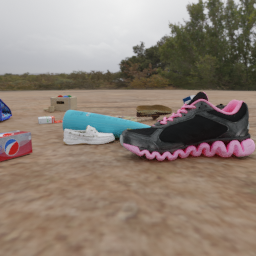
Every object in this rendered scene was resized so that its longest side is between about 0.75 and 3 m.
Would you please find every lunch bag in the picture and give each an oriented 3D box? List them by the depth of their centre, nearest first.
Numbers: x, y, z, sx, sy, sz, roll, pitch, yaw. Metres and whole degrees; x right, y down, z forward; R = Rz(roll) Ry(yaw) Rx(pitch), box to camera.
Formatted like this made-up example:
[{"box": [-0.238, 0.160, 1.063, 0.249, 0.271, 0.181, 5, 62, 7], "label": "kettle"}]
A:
[{"box": [-5.647, -0.655, 11.397, 1.416, 0.885, 1.881, -4, 1, -10], "label": "lunch bag"}]

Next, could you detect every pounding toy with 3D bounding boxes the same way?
[{"box": [-3.776, -1.334, 15.001, 1.577, 0.822, 1.796, 2, 9, 8], "label": "pounding toy"}]

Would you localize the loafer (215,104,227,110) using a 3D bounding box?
[{"box": [4.836, -1.032, 14.181, 0.568, 0.497, 1.581, -4, 10, -21], "label": "loafer"}]

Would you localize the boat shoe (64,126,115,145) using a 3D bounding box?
[{"box": [-0.993, 0.168, 7.225, 1.318, 0.457, 0.467, -2, 10, -13], "label": "boat shoe"}]

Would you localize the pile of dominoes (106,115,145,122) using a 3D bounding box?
[{"box": [-0.441, -0.420, 11.065, 1.671, 0.341, 2.144, 7, 12, 37], "label": "pile of dominoes"}]

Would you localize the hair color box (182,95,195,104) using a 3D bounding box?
[{"box": [3.372, -1.260, 14.426, 0.478, 0.790, 1.579, -21, -3, 31], "label": "hair color box"}]

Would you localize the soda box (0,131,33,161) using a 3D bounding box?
[{"box": [-2.724, 0.415, 5.657, 0.544, 0.493, 1.554, 5, 11, 32], "label": "soda box"}]

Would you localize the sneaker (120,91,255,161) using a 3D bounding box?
[{"box": [1.267, -0.078, 5.996, 2.917, 1.391, 1.152, -3, 12, -7], "label": "sneaker"}]

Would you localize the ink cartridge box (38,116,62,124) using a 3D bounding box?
[{"box": [-2.995, -0.322, 10.806, 0.888, 0.223, 0.484, -4, 11, -19], "label": "ink cartridge box"}]

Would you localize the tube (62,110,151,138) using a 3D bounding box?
[{"box": [-0.376, -0.024, 7.839, 2.911, 0.733, 1.127, 6, 4, 17], "label": "tube"}]

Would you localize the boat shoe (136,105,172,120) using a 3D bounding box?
[{"box": [1.073, -0.615, 11.592, 1.496, 0.538, 0.540, -1, 32, -7], "label": "boat shoe"}]
